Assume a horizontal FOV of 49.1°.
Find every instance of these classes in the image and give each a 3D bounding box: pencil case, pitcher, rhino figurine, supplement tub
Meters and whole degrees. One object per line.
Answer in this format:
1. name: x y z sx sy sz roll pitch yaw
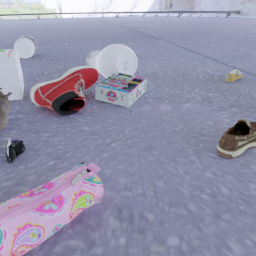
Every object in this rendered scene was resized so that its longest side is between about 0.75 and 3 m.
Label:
1. pencil case: -1.225 1.189 4.229 0.829 0.829 1.896 23 35 38
2. pitcher: -0.375 -2.675 11.588 2.057 1.454 2.398 -4 14 -29
3. rhino figurine: -3.661 -0.590 7.689 0.873 0.597 1.997 19 30 -24
4. supplement tub: -5.576 -4.406 15.259 1.057 1.057 1.506 -4 27 -8

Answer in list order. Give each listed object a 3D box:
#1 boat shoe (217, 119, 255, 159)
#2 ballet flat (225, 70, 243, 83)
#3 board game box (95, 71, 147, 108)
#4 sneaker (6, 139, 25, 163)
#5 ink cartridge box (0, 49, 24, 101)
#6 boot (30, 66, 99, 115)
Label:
1. boat shoe: 2.755 0.103 6.586 0.661 0.662 1.791 22 34 37
2. ballet flat: 4.418 -2.194 11.529 0.449 0.412 1.308 18 31 32
3. board game box: -0.195 -1.342 9.497 1.213 0.528 1.644 15 33 17
4. sneaker: -2.495 0.476 6.249 0.379 0.328 0.867 -3 26 -17
5. ink cartridge box: -4.666 -1.772 9.471 1.984 1.449 1.456 -7 29 -14
6. boot: -1.551 -1.200 9.019 1.852 0.930 2.568 23 42 37
